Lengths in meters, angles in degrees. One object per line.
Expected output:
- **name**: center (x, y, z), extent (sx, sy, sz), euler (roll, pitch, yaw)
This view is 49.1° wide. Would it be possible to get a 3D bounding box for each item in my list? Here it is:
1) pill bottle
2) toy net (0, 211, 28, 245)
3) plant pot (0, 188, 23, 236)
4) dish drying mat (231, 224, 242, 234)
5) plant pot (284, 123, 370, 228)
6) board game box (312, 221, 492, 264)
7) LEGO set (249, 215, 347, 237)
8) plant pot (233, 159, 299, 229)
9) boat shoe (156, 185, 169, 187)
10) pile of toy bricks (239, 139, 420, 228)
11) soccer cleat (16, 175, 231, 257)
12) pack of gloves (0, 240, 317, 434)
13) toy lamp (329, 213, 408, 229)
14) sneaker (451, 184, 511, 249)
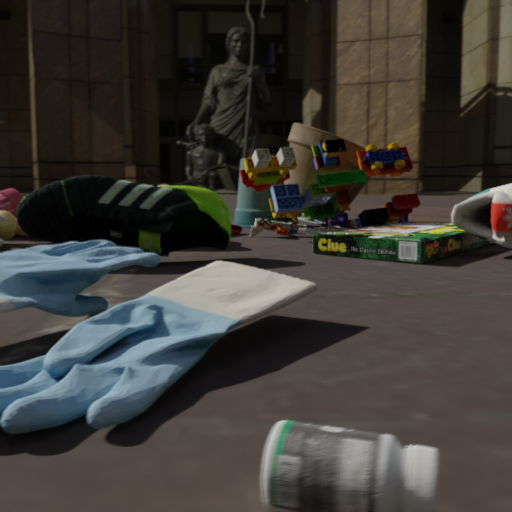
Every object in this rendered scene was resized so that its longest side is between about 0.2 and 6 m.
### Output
- **pill bottle**: center (0.339, 0.794, 2.014), extent (0.579, 0.327, 0.327), euler (3, 8, 18)
- **toy net**: center (-4.787, -0.852, 11.399), extent (2.390, 0.880, 4.557), euler (12, 12, 27)
- **plant pot**: center (-5.524, -0.837, 12.058), extent (1.034, 1.034, 0.925), euler (6, 25, 38)
- **dish drying mat**: center (-2.201, -0.730, 13.319), extent (3.633, 0.331, 1.395), euler (5, 8, 33)
- **plant pot**: center (1.607, -1.864, 13.718), extent (2.348, 2.038, 2.348), euler (22, 8, -3)
- **board game box**: center (2.834, -0.318, 10.071), extent (1.935, 0.433, 3.693), euler (9, 11, 38)
- **LEGO set**: center (0.993, -0.537, 12.287), extent (2.221, 0.545, 1.659), euler (18, 15, 35)
- **plant pot**: center (0.256, -1.690, 14.978), extent (1.849, 1.811, 1.849), euler (-1, 8, 0)
- **boat shoe**: center (-2.093, -0.822, 11.184), extent (1.074, 1.133, 2.992), euler (-8, 10, -22)
- **pile of toy bricks**: center (1.532, -1.253, 12.001), extent (3.645, 2.022, 1.800), euler (-7, -18, -17)
- **soccer cleat**: center (-1.865, -0.523, 8.195), extent (3.108, 1.049, 1.260), euler (-2, 34, -16)
- **pack of gloves**: center (-1.289, 0.528, 4.171), extent (2.515, 0.591, 2.993), euler (14, 18, 25)
- **toy lamp**: center (2.545, -0.760, 12.754), extent (1.766, 0.514, 0.514), euler (-2, 7, 12)
- **sneaker**: center (4.264, -0.446, 7.965), extent (1.552, 1.169, 3.321), euler (-4, 10, -23)
